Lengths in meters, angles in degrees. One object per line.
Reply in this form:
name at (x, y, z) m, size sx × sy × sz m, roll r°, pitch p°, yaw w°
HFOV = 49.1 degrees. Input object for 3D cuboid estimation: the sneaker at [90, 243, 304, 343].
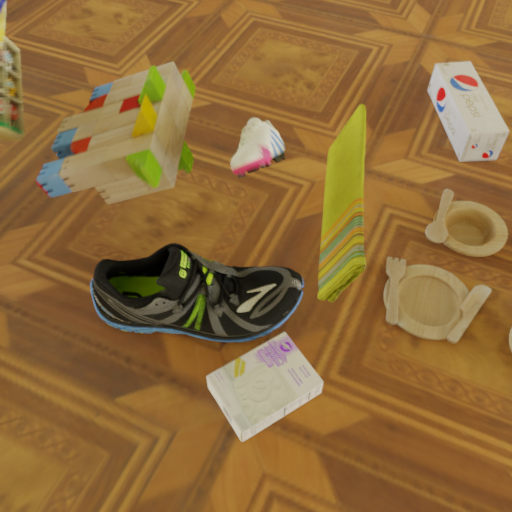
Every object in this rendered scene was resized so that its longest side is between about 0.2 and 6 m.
sneaker at (-0.997, 0.585, 9.267) m, size 3.577 × 1.482 × 1.268 m, roll 1°, pitch 54°, yaw 1°

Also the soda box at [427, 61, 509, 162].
soda box at (4.754, -3.331, 12.746) m, size 0.892 × 0.833 × 2.618 m, roll -4°, pitch 52°, yaw -3°

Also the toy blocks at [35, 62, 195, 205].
toy blocks at (-2.317, -1.962, 9.270) m, size 2.147 × 1.569 × 3.140 m, roll -11°, pitch 47°, yaw 17°

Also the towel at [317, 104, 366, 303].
towel at (1.426, -0.864, 8.884) m, size 0.276 × 1.315 × 3.055 m, roll 16°, pitch 59°, yaw -14°

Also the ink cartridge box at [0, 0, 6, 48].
ink cartridge box at (-3.796, -3.557, 8.258) m, size 0.174 × 0.739 × 0.730 m, roll 8°, pitch 45°, yaw -22°

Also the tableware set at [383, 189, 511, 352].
tableware set at (4.460, 0.496, 9.977) m, size 4.167 × 0.483 × 3.480 m, roll 23°, pitch 55°, yaw 16°

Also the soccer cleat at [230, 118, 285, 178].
soccer cleat at (-0.052, -1.672, 8.460) m, size 0.629 × 0.777 × 1.800 m, roll -19°, pitch 9°, yaw 20°

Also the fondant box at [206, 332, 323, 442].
fondant box at (0.127, 2.026, 8.810) m, size 1.508 × 0.439 × 1.088 m, roll -26°, pitch 56°, yaw -20°

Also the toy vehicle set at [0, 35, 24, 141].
toy vehicle set at (-4.266, -2.797, 8.880) m, size 0.349 × 2.631 × 1.634 m, roll -2°, pitch 96°, yaw -7°
